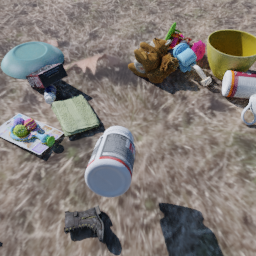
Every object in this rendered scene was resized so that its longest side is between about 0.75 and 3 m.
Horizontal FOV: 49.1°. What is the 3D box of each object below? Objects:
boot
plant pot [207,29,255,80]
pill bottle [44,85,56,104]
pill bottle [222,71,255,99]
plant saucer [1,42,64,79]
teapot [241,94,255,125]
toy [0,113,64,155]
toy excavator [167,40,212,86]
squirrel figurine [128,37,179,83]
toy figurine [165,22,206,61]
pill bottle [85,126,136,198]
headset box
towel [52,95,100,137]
[{"bbox_3d":[-1.189,2.662,7.543,1.052,0.418,1.209,-13,38,-11],"label":"boot"},{"bbox_3d":[4.361,-2.967,11.968,2.203,1.563,2.203,0,47,0],"label":"plant pot"},{"bbox_3d":[-3.110,-1.335,11.214,0.443,0.443,0.798,-6,48,-5],"label":"pill bottle"},{"bbox_3d":[4.810,-1.683,11.129,1.894,1.038,1.038,6,47,6],"label":"pill bottle"},{"bbox_3d":[-4.486,-3.366,13.052,2.897,0.558,2.897,0,46,0],"label":"plant saucer"},{"bbox_3d":[5.151,-0.656,10.191,1.521,1.111,1.502,8,21,43],"label":"teapot"},{"bbox_3d":[-3.537,0.026,9.869,2.206,0.521,1.270,23,46,19],"label":"toy"},{"bbox_3d":[2.685,-2.722,11.998,0.907,1.766,1.816,-35,30,0],"label":"toy excavator"},{"bbox_3d":[1.282,-2.975,12.115,1.941,1.374,1.812,42,68,11],"label":"squirrel figurine"},{"bbox_3d":[2.764,-3.890,13.294,1.884,1.537,2.047,27,26,6],"label":"toy figurine"},{"bbox_3d":[-0.355,0.734,6.894,1.051,1.051,1.814,5,29,5],"label":"pill bottle"},{"bbox_3d":[-3.292,-2.123,11.410,1.156,0.600,1.553,-37,26,-28],"label":"headset box"},{"bbox_3d":[-1.982,-0.521,10.521,1.400,0.344,1.887,-20,50,-19],"label":"towel"}]
